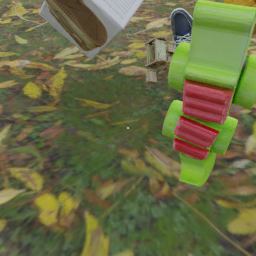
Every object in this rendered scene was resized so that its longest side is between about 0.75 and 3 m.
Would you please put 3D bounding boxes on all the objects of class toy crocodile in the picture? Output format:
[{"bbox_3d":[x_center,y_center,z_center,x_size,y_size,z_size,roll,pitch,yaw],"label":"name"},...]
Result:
[{"bbox_3d":[0.483,-0.097,1.792,0.503,1.490,0.460,20,61,16],"label":"toy crocodile"}]

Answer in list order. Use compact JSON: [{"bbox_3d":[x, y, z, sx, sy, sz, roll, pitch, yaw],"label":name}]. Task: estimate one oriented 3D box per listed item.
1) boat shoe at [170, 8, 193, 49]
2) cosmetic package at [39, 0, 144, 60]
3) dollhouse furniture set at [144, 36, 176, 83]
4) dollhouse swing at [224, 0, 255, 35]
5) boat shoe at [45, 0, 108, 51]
[{"bbox_3d":[1.009,-1.452,4.846,0.438,1.170,0.362,-8,31,22],"label":"boat shoe"},{"bbox_3d":[-0.848,-3.882,8.216,2.074,2.086,2.493,-20,36,57],"label":"cosmetic package"},{"bbox_3d":[0.962,-1.669,7.073,0.906,1.024,0.570,1,-6,-32],"label":"dollhouse furniture set"},{"bbox_3d":[2.830,-3.520,7.196,1.684,1.915,1.741,-1,-7,-36],"label":"dollhouse swing"},{"bbox_3d":[-1.358,-2.518,5.784,0.709,2.197,0.783,-8,39,48],"label":"boat shoe"}]
